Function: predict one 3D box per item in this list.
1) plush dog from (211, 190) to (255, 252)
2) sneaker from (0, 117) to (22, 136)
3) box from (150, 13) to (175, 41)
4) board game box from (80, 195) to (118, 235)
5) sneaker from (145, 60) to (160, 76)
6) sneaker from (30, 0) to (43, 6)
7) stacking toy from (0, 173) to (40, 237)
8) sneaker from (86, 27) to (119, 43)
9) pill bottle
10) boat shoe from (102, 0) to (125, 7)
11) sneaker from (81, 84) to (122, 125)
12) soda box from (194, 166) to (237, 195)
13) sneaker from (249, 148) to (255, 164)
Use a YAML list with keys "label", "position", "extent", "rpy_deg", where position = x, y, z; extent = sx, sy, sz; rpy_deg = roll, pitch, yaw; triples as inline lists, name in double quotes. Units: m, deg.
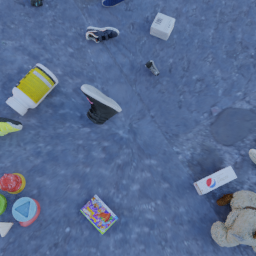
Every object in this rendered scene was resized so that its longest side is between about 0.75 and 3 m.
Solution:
- label: "plush dog"
  position: [4.234, 3.125, 9.944]
  extent: [2.288, 1.836, 1.965]
  rpy_deg: [9, 50, 3]
- label: "sneaker"
  position: [-5.423, 0.102, 11.178]
  extent: [2.565, 0.967, 0.980]
  rpy_deg: [-2, 80, 10]
- label: "box"
  position: [1.567, -4.599, 12.710]
  extent: [0.865, 0.565, 0.860]
  rpy_deg: [24, 75, 7]
- label: "board game box"
  position: [-1.070, 3.229, 10.487]
  extent: [1.221, 0.273, 0.821]
  rpy_deg: [43, 78, 12]
- label: "sneaker"
  position: [1.105, -2.491, 11.851]
  extent: [0.368, 0.980, 0.566]
  rpy_deg: [-41, 73, 15]
- label: "sneaker"
  position: [-4.274, -6.441, 13.357]
  extent: [0.569, 0.541, 1.435]
  rpy_deg: [6, 81, -10]
- label: "stacking toy"
  position: [-4.421, 2.823, 10.303]
  extent: [1.850, 0.863, 2.043]
  rpy_deg: [-37, 76, -11]
- label: "sneaker"
  position: [-1.165, -4.142, 12.568]
  extent: [1.511, 0.593, 0.600]
  rpy_deg: [7, 68, 13]
- label: "pill bottle"
  position: [-3.948, -1.536, 11.479]
  extent: [1.148, 1.148, 2.062]
  rpy_deg: [36, 77, 10]
- label: "boat shoe"
  position: [-0.566, -6.263, 13.249]
  extent: [1.677, 0.606, 0.607]
  rpy_deg: [-25, 70, -18]
- label: "sneaker"
  position: [-1.254, -0.783, 10.735]
  extent: [1.164, 2.348, 0.830]
  rpy_deg: [-43, 59, 11]
- label: "soda box"
  position: [3.337, 2.019, 10.743]
  extent: [1.529, 0.487, 0.521]
  rpy_deg: [-24, 75, -6]
- label: "sneaker"
  position: [5.597, 1.287, 10.904]
  extent: [1.829, 0.686, 0.773]
  rpy_deg: [40, 76, 2]
